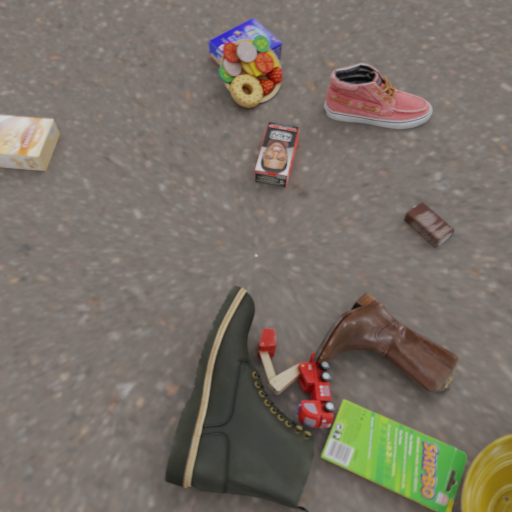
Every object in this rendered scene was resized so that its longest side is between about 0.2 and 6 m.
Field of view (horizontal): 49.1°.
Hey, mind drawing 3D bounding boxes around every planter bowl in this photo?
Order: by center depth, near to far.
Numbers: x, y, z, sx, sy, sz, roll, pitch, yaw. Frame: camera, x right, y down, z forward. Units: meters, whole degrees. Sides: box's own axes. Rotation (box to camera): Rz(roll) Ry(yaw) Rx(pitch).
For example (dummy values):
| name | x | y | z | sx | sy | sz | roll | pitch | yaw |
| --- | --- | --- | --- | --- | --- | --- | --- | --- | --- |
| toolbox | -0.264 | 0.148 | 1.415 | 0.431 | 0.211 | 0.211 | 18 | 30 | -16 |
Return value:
| name | x | y | z | sx | sy | sz | roll | pitch | yaw |
| --- | --- | --- | --- | --- | --- | --- | --- | --- | --- |
| planter bowl | 3.632 | 3.447 | 7.216 | 2.104 | 0.876 | 2.104 | -2 | 57 | 3 |

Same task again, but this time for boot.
| name | x | y | z | sx | sy | sz | roll | pitch | yaw |
| --- | --- | --- | --- | --- | --- | --- | --- | --- | --- |
| boot | 0.075 | 2.033 | 8.099 | 1.989 | 1.114 | 2.875 | 15 | 73 | 4 |
| boot | 2.008 | 1.554 | 8.403 | 1.900 | 0.610 | 1.771 | 39 | 51 | 17 |

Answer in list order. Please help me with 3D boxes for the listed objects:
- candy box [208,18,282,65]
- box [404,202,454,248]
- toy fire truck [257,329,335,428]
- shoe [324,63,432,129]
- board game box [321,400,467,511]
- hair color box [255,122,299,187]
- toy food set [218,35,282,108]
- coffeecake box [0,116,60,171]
| name | x | y | z | sx | sy | sz | roll | pitch | yaw |
| --- | --- | --- | --- | --- | --- | --- | --- | --- | --- |
| candy box | -0.244 | -4.501 | 12.220 | 1.239 | 0.477 | 1.048 | -33 | 66 | -19 |
| box | 3.070 | -0.552 | 9.978 | 0.396 | 0.296 | 0.790 | -33 | 66 | -18 |
| toy fire truck | 0.565 | 1.824 | 8.392 | 1.065 | 0.368 | 1.510 | 3 | 48 | -5 |
| shoe | 2.475 | -3.172 | 11.126 | 2.168 | 0.986 | 0.775 | 5 | 59 | 3 |
| board game box | 1.935 | 2.822 | 7.903 | 1.847 | 0.277 | 0.882 | 21 | 73 | 15 |
| hair color box | 0.406 | -1.958 | 10.756 | 0.634 | 0.383 | 1.250 | 10 | 60 | 5 |
| toy food set | -0.108 | -3.831 | 11.558 | 1.393 | 0.339 | 1.379 | -32 | 97 | -18 |
| coffeecake box | -4.607 | -2.194 | 10.851 | 1.255 | 0.458 | 0.963 | 5 | 60 | 3 |
